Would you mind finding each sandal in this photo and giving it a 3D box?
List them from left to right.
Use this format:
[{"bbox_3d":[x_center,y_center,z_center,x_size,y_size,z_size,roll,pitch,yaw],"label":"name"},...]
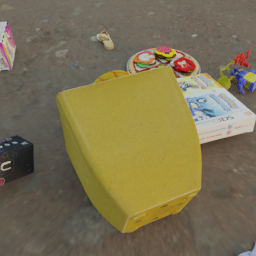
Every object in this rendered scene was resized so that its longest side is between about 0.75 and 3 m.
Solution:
[{"bbox_3d":[-0.998,-4.035,12.380,0.555,0.498,1.515,-16,48,-15],"label":"sandal"}]

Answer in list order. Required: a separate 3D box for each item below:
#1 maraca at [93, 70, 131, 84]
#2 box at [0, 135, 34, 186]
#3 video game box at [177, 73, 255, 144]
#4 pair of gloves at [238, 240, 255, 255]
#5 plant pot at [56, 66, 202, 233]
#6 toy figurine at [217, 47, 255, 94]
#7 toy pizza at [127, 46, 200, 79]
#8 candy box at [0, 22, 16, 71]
[{"bbox_3d":[-0.531,-0.869,8.493,1.645,1.283,2.399,36,61,18],"label":"maraca"},{"bbox_3d":[-3.071,0.821,6.758,0.749,0.863,1.411,20,25,32],"label":"box"},{"bbox_3d":[1.973,-0.654,8.723,2.595,0.667,2.848,-11,39,-14],"label":"video game box"},{"bbox_3d":[2.919,2.977,5.695,1.435,0.163,1.154,28,52,24],"label":"pair of gloves"},{"bbox_3d":[0.160,0.694,6.341,2.637,2.655,2.716,-17,61,-16],"label":"plant pot"},{"bbox_3d":[4.162,-1.776,9.787,1.281,1.128,2.139,38,57,25],"label":"toy figurine"},{"bbox_3d":[1.377,-2.473,10.862,2.859,0.453,2.859,0,45,0],"label":"toy pizza"},{"bbox_3d":[-4.948,-3.263,11.116,0.543,1.213,1.779,-8,47,-6],"label":"candy box"}]
